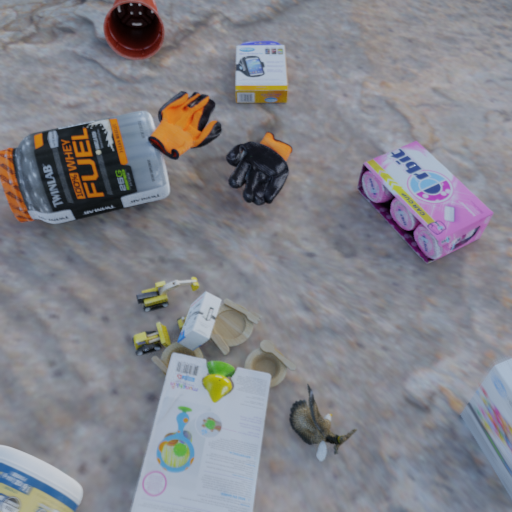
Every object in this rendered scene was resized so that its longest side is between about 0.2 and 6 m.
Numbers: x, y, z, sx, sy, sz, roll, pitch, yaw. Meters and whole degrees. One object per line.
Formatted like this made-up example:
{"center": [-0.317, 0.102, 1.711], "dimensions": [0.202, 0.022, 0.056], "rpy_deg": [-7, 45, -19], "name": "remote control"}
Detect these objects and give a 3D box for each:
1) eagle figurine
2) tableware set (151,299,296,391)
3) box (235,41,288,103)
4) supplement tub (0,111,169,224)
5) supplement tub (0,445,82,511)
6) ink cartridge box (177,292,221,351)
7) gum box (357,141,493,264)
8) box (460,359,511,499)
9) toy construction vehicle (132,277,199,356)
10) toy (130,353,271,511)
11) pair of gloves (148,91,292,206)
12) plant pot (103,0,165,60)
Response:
{"center": [0.946, 2.574, 8.627], "dimensions": [0.991, 0.748, 0.752], "rpy_deg": [39, 92, 11], "name": "eagle figurine"}
{"center": [-0.561, 1.803, 9.329], "dimensions": [2.164, 0.251, 1.808], "rpy_deg": [-37, 65, -21], "name": "tableware set"}
{"center": [0.117, -4.664, 14.093], "dimensions": [1.275, 0.444, 2.142], "rpy_deg": [0, 51, 0], "name": "box"}
{"center": [-3.330, -1.686, 11.027], "dimensions": [2.964, 1.816, 1.816], "rpy_deg": [-16, 55, -11], "name": "supplement tub"}
{"center": [-3.379, 3.700, 7.272], "dimensions": [1.463, 1.463, 2.022], "rpy_deg": [17, 55, 12], "name": "supplement tub"}
{"center": [-0.943, 1.086, 9.357], "dimensions": [0.341, 0.590, 0.808], "rpy_deg": [30, 48, -17], "name": "ink cartridge box"}
{"center": [3.340, -1.068, 11.181], "dimensions": [1.388, 0.809, 2.445], "rpy_deg": [-24, 57, -18], "name": "gum box"}
{"center": [3.653, 2.514, 7.848], "dimensions": [0.401, 1.947, 1.518], "rpy_deg": [-19, 56, -10], "name": "box"}
{"center": [-1.576, 1.005, 9.869], "dimensions": [1.360, 0.479, 1.184], "rpy_deg": [-13, 55, -10], "name": "toy construction vehicle"}
{"center": [-0.789, 2.947, 8.263], "dimensions": [1.629, 0.668, 2.830], "rpy_deg": [14, 56, -5], "name": "toy"}
{"center": [-0.652, -2.247, 11.460], "dimensions": [2.939, 0.363, 2.619], "rpy_deg": [31, 40, -8], "name": "pair of gloves"}
{"center": [-3.162, -6.186, 14.652], "dimensions": [1.530, 1.530, 1.488], "rpy_deg": [-6, 46, -4], "name": "plant pot"}
